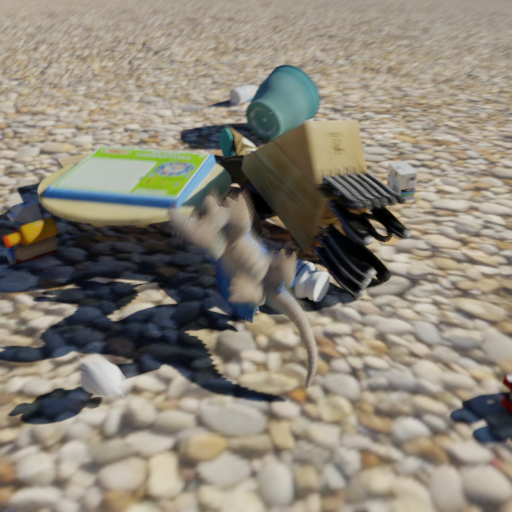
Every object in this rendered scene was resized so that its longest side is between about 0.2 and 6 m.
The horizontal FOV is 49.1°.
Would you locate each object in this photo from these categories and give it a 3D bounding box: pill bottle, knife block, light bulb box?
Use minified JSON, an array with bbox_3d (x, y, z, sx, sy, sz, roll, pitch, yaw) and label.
[{"bbox_3d":[-0.397,-5.306,18.416,0.536,0.536,0.986,23,37,32],"label":"pill bottle"},{"bbox_3d":[1.166,-0.757,10.202,1.123,3.083,3.511,-8,-1,-28],"label":"knife block"},{"bbox_3d":[0.632,0.341,9.199,1.056,0.615,0.615,22,38,31],"label":"pill bottle"},{"bbox_3d":[3.201,-1.646,12.358,0.418,0.669,0.664,-8,33,-10],"label":"light bulb box"}]

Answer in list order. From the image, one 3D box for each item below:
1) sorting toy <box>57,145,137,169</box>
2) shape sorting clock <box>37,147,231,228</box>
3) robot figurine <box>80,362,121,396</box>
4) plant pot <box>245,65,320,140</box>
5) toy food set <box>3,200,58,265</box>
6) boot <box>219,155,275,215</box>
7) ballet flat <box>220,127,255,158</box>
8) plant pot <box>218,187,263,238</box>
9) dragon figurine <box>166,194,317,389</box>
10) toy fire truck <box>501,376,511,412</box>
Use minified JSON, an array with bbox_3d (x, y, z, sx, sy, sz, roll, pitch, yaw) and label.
[{"bbox_3d":[-3.296,-1.780,12.611,1.807,0.629,1.796,-17,35,-26],"label":"sorting toy"},{"bbox_3d":[-2.269,-1.330,10.708,3.581,0.703,3.581,-1,31,0],"label":"shape sorting clock"},{"bbox_3d":[-1.974,1.560,7.117,0.700,0.594,0.395,-12,39,53],"label":"robot figurine"},{"bbox_3d":[0.626,-4.108,15.541,1.753,1.753,1.647,20,53,29],"label":"plant pot"},{"bbox_3d":[-4.233,-0.391,10.108,0.852,0.904,1.893,-23,32,-30],"label":"toy food set"},{"bbox_3d":[-0.097,-1.554,12.040,2.311,0.863,1.120,22,36,28],"label":"boot"},{"bbox_3d":[-0.357,-2.507,13.790,0.792,0.742,2.188,6,31,-18],"label":"ballet flat"},{"bbox_3d":[-0.486,-0.677,10.646,0.877,1.005,1.005,-28,38,-11],"label":"plant pot"},{"bbox_3d":[-0.075,0.262,8.298,1.056,1.784,3.588,-39,76,-8],"label":"dragon figurine"},{"bbox_3d":[3.577,1.816,7.049,0.721,0.481,0.859,7,23,-39],"label":"toy fire truck"}]
